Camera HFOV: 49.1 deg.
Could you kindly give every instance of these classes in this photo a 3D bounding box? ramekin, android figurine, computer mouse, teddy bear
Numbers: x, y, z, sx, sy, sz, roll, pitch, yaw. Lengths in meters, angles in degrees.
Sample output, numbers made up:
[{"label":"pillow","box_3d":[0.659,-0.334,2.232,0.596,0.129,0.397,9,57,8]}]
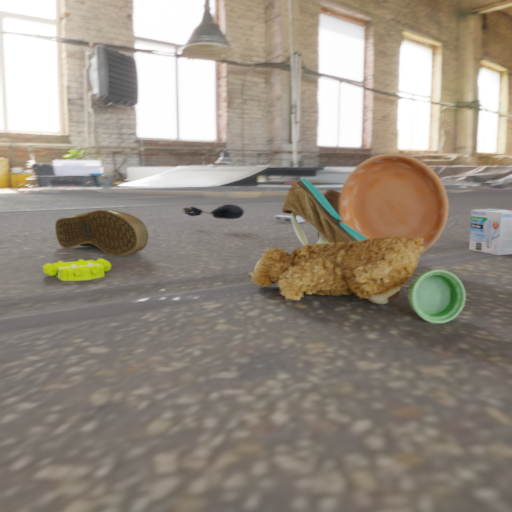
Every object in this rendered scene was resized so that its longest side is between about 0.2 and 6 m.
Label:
[{"label":"ramekin","box_3d":[1.934,0.431,6.078,0.572,0.572,0.279,0,1,-2]},{"label":"android figurine","box_3d":[-2.737,0.202,8.602,0.967,0.218,1.063,-5,8,-29]},{"label":"computer mouse","box_3d":[-1.186,-1.248,15.081,1.971,0.335,0.578,6,22,31]},{"label":"teddy bear","box_3d":[1.002,0.224,7.254,2.371,0.792,1.719,-4,-1,31]}]

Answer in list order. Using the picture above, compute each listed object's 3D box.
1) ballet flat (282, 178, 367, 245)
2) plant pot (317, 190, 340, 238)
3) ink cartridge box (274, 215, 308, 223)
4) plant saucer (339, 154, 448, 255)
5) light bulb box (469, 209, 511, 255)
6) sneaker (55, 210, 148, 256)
[{"label":"ballet flat","box_3d":[1.179,-0.320,9.068,2.328,0.842,0.790,48,18,32]},{"label":"plant pot","box_3d":[1.844,-0.687,10.724,1.083,1.012,1.012,12,13,22]},{"label":"ink cartridge box","box_3d":[1.112,-1.144,17.164,0.724,0.254,0.890,8,16,44]},{"label":"plant saucer","box_3d":[2.225,-0.798,9.126,1.739,1.739,0.325,4,16,24]},{"label":"light bulb box","box_3d":[4.667,-0.483,10.962,0.514,0.823,0.816,-3,9,-21]},{"label":"sneaker","box_3d":[-2.814,-0.562,11.187,2.598,0.871,1.166,3,14,38]}]
